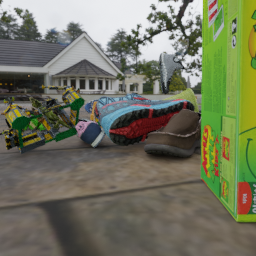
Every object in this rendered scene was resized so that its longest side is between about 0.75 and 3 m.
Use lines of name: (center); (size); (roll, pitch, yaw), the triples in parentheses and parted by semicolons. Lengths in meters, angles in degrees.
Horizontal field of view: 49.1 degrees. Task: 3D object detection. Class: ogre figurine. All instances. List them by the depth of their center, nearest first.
ogre figurine: (-3.447, -0.228, 10.236); (1.394, 0.684, 0.836); (-13, 18, 25)

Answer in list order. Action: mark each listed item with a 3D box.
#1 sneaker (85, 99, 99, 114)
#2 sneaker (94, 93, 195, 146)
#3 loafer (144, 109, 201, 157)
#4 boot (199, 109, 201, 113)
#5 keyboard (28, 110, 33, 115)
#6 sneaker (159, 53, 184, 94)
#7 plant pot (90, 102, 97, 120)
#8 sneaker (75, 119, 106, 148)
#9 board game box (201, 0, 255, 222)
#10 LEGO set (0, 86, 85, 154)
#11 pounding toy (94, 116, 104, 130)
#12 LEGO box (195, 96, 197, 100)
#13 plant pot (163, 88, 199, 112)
sneaker: (-1.401, -0.997, 16.434); (2.775, 1.069, 1.182); (5, -8, -38)
sneaker: (0.489, -0.470, 7.158); (2.985, 1.184, 1.426); (-3, 35, -42)
loafer: (1.088, 0.044, 6.179); (0.944, 0.917, 2.584); (3, 7, 26)
boot: (3.575, -0.671, 14.433); (2.161, 0.754, 1.423); (16, 10, 29)
keyboard: (-4.107, -0.306, 11.618); (1.244, 0.473, 2.389); (-1, -6, -39)
sneaker: (1.441, -1.774, 8.992); (0.793, 1.373, 0.515); (-2, -8, -5)
plant pot: (-1.477, -0.915, 14.853); (1.049, 0.960, 1.049); (0, 6, 0)
sneaker: (-1.099, -0.020, 7.064); (0.725, 0.620, 1.768); (38, -9, -19)
board game box: (1.330, -0.618, 3.169); (0.682, 2.866, 1.456); (-1, 6, 2)
LEGO set: (-1.932, -0.360, 6.078); (1.871, 1.438, 1.084); (-28, 59, -26)
pounding toy: (-0.763, -0.488, 10.180); (0.979, 1.114, 0.510); (5, 8, 37)
LEGO box: (2.596, -0.817, 12.641); (0.929, 1.248, 0.482); (2, 6, 25)
plant pot: (1.948, -0.712, 11.509); (1.457, 1.584, 1.584); (-12, 7, -4)
